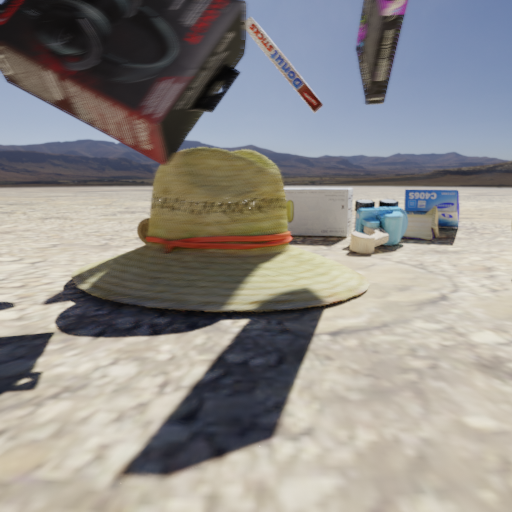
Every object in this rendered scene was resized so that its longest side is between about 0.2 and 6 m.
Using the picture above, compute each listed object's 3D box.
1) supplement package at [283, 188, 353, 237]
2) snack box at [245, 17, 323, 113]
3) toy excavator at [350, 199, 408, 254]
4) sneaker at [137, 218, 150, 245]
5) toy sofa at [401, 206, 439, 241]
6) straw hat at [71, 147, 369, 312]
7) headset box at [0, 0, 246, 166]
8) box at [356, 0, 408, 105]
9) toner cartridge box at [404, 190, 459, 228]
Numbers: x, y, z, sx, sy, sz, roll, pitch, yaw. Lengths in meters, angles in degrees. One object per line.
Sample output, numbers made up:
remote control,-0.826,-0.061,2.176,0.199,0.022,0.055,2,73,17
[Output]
supplement package,1.211,-1.022,12.740,1.871,1.037,1.457,1,8,14
snack box,0.570,-3.857,11.394,0.271,2.228,0.801,-39,9,14
toy excavator,2.315,-0.503,10.653,1.628,0.836,1.675,-4,18,-16
sneaker,-1.143,-0.411,10.090,1.850,0.659,1.040,7,13,0
toy sofa,3.113,-0.638,12.091,1.569,0.766,0.650,3,-16,22
straw hat,-0.517,-0.553,7.359,4.037,1.708,4.037,2,8,0
headset box,-1.492,-2.480,6.698,2.624,1.953,1.013,29,-18,8
box,1.800,-3.370,8.187,0.339,1.343,1.878,0,-32,-1
toner cartridge box,4.173,-1.081,13.174,1.136,0.516,2.391,2,-5,21
